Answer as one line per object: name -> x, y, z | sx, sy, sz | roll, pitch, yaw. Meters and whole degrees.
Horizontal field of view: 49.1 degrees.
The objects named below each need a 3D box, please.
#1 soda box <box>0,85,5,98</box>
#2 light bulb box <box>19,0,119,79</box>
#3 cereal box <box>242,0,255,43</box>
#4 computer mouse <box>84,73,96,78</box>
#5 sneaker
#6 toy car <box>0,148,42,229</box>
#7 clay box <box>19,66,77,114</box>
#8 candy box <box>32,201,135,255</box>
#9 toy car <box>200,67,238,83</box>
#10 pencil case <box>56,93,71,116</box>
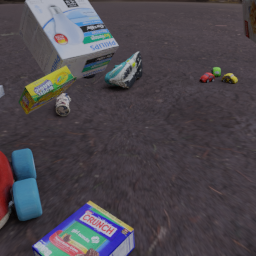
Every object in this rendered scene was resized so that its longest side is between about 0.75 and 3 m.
soda box -> -5.053, -1.211, 10.369 | 0.361, 0.388, 1.137 | 4, 30, 7
light bulb box -> -1.198, -1.784, 5.658 | 1.382, 0.870, 1.395 | -27, 79, -37
cereal box -> 3.809, -3.017, 7.719 | 0.430, 1.565, 2.175 | -18, 35, 4
computer mouse -> -1.786, -2.682, 13.010 | 0.909, 0.346, 1.313 | 2, 29, 2
sneaker -> -0.088, -2.602, 12.222 | 1.135, 1.104, 2.849 | 3, 29, 23
toy car -> -3.000, 0.530, 5.136 | 2.306, 2.502, 2.213 | -10, 31, -19
clay box -> -1.327, -0.606, 4.531 | 0.724, 0.300, 1.259 | -36, 8, -26
candy box -> -0.692, 1.958, 4.642 | 1.093, 0.498, 1.293 | 20, 34, 34
toy car -> 3.992, -2.419, 12.530 | 1.605, 0.358, 1.510 | 4, 30, 6
pencil case -> -2.215, -0.813, 9.606 | 0.506, 0.440, 1.131 | -5, 30, -9
